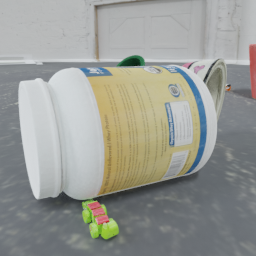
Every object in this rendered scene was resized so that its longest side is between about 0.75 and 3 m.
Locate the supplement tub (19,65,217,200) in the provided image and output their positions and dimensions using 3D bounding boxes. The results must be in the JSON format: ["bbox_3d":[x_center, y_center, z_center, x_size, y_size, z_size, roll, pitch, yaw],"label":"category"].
[{"bbox_3d":[-0.202,0.012,4.563,2.750,1.989,1.989,-8,18,-26],"label":"supplement tub"}]

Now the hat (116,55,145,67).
[{"bbox_3d":[0.569,-2.983,17.440,2.238,2.378,2.702,16,67,40],"label":"hat"}]

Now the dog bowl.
[{"bbox_3d":[1.492,-0.551,6.159,0.740,2.006,2.006,16,23,29],"label":"dog bowl"}]

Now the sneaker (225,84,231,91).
[{"bbox_3d":[4.715,-2.056,14.357,1.173,0.444,0.539,-2,8,-34],"label":"sneaker"}]

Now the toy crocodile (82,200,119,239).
[{"bbox_3d":[-0.391,1.170,3.694,0.310,0.284,0.919,-7,16,-23],"label":"toy crocodile"}]

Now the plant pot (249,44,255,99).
[{"bbox_3d":[6.447,-2.385,11.960,2.636,2.333,2.636,1,16,0],"label":"plant pot"}]
